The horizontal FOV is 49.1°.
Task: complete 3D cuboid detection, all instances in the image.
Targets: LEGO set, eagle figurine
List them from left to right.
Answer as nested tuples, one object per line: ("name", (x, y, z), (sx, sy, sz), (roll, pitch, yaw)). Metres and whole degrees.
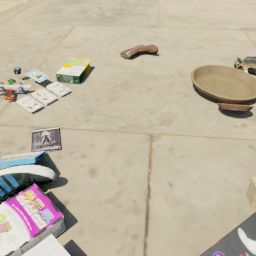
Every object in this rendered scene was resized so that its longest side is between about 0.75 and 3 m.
("LEGO set", (-4.183, -1.604, 11.775), (2.868, 0.704, 2.143), (31, 45, 20))
("eagle figurine", (5.602, -2.829, 12.988), (1.323, 0.999, 1.004), (-1, 21, 16))

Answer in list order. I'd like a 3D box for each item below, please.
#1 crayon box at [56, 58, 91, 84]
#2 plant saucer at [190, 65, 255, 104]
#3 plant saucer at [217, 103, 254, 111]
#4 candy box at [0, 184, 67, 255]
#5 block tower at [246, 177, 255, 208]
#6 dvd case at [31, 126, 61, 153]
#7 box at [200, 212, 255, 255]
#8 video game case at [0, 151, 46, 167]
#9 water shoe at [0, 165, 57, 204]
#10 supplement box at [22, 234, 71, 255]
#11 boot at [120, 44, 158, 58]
("crayon box", (-2.477, -2.681, 13.065), (1.105, 0.453, 1.758), (8, 39, 10))
("plant saucer", (4.099, -1.862, 11.861), (2.972, 0.438, 2.972), (4, 38, -3))
("plant saucer", (3.959, -0.761, 10.360), (1.276, 0.220, 1.276), (4, 7, -1))
("candy box", (-2.608, 2.332, 6.347), (1.994, 0.608, 1.360), (-29, 46, -33))
("block tower", (4.460, 1.745, 7.049), (2.617, 0.756, 0.707), (0, 37, 3))
("dvd case", (-2.738, 0.389, 9.328), (0.915, 0.098, 1.231), (-9, 38, -11))
("box", (2.388, 2.546, 4.755), (2.587, 1.372, 1.581), (-35, 46, -6))
("video game case", (-3.066, 0.870, 7.878), (1.206, 0.150, 1.685), (-5, 2, -8))
("water shoe", (-3.212, 1.625, 7.274), (2.684, 0.960, 1.059), (-4, 65, -7))
("supplement box", (-1.327, 2.955, 5.411), (1.509, 0.763, 0.780), (31, 47, 34))
("boot", (0.557, -3.965, 14.684), (1.630, 0.523, 1.519), (-29, 33, -37))
